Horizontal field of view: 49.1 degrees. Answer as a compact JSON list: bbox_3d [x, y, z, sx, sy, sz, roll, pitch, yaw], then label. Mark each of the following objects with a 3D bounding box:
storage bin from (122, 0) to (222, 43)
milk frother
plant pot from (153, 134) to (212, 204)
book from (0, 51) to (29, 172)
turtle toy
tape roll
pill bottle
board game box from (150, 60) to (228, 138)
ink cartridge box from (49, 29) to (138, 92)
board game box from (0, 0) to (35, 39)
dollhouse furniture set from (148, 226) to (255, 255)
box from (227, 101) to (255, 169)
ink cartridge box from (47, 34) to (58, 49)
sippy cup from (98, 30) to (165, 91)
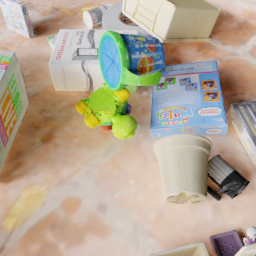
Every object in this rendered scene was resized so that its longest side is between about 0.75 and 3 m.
[{"bbox_3d":[1.578,-4.410,10.508,2.673,1.253,2.653,-15,49,-36],"label":"storage bin"},{"bbox_3d":[2.238,1.124,6.596,0.921,1.021,0.960,-32,57,-19],"label":"milk frother"},{"bbox_3d":[1.296,1.036,6.561,1.430,1.430,1.309,2,62,2],"label":"plant pot"},{"bbox_3d":[-3.344,-0.323,7.084,0.696,1.936,2.897,7,49,-6],"label":"book"},{"bbox_3d":[-0.462,-0.453,7.747,1.457,1.010,1.999,-40,45,1],"label":"turtle toy"},{"bbox_3d":[0.312,-3.934,10.868,2.599,0.859,2.599,0,51,0],"label":"tape roll"},{"bbox_3d":[-1.143,-4.625,11.532,1.256,0.715,0.715,-30,57,-23],"label":"pill bottle"},{"bbox_3d":[1.741,-0.929,8.386,2.036,0.492,2.691,-3,49,13],"label":"board game box"},{"bbox_3d":[-1.033,-2.255,9.288,2.707,1.137,1.969,1,50,1],"label":"ink cartridge box"},{"bbox_3d":[-4.336,-4.330,10.874,1.357,1.354,0.279,29,55,21],"label":"board game box"},{"bbox_3d":[1.561,2.623,5.031,2.111,1.499,1.673,-9,51,-8],"label":"dollhouse furniture set"},{"bbox_3d":[3.936,0.110,7.757,1.615,0.493,2.039,-8,51,-6],"label":"box"},{"bbox_3d":[-2.534,-3.144,10.526,0.633,0.381,0.872,-29,55,-21],"label":"ink cartridge box"},{"bbox_3d":[0.139,-1.772,7.166,1.384,1.483,1.888,-14,81,-25],"label":"sippy cup"}]
